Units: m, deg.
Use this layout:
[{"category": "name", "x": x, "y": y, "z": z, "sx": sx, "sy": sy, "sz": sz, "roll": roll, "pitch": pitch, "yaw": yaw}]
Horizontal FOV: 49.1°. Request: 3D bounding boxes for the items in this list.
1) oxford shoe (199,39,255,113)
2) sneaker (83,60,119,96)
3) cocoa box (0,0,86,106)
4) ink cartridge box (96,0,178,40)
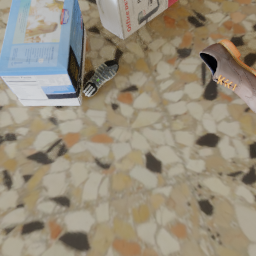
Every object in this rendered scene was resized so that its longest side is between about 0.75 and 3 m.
[{"category": "oxford shoe", "x": 3.229, "y": -1.453, "z": 8.615, "sx": 1.059, "sy": 1.035, "sz": 2.904, "roll": -20, "pitch": 60, "yaw": -12}, {"category": "sneaker", "x": -0.886, "y": -1.565, "z": 8.761, "sx": 1.391, "sy": 0.803, "sz": 0.522, "roll": -44, "pitch": 101, "yaw": -4}, {"category": "cocoa box", "x": -2.418, "y": -2.378, "z": 8.524, "sx": 1.953, "sy": 1.921, "sz": 2.928, "roll": -1, "pitch": 66, "yaw": 2}, {"category": "ink cartridge box", "x": 0.358, "y": -4.714, "z": 9.423, "sx": 2.864, "sy": 2.086, "sz": 1.214, "roll": -39, "pitch": 61, "yaw": -14}]
